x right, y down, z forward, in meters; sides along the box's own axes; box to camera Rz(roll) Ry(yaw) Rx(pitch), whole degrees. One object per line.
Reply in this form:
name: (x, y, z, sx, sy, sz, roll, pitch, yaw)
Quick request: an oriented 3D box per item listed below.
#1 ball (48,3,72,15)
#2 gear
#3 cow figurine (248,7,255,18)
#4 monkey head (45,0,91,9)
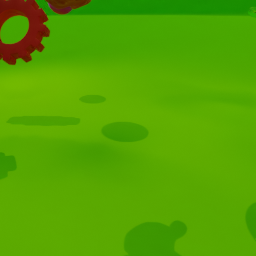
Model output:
ball: (-2.276, -4.341, 9.523, 0.905, 0.905, 0.905, 0, 24, 0)
gear: (-3.158, -2.735, 7.765, 1.915, 1.915, 0.354, 3, -7, 6)
cow figurine: (4.323, -3.416, 8.226, 1.436, 1.460, 0.801, 18, 29, 9)
monkey head: (-0.745, -2.019, 3.663, 1.219, 0.735, 0.877, -16, 12, -36)
